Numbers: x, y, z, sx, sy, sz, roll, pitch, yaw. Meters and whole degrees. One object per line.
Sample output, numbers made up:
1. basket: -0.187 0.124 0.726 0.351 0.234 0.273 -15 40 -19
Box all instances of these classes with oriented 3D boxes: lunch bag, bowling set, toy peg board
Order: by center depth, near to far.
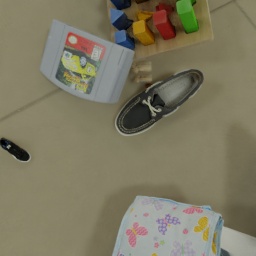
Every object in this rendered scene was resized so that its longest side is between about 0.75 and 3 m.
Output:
1. lunch bag: 0.875 2.853 6.129 2.105 1.578 2.483 3 65 26
2. toy peg board: 0.566 -3.521 7.509 2.843 1.396 2.855 -10 81 21
3. bowling set: 0.381 -1.464 8.043 0.617 1.150 0.800 -2 109 6

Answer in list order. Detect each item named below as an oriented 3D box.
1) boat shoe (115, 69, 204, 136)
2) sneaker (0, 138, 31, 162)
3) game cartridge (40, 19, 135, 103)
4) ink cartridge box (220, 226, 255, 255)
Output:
1. boat shoe: 0.876 -0.727 7.709 2.766 0.835 1.022 -30 89 -7
2. sneaker: -3.098 0.601 7.560 0.926 0.518 0.338 31 77 8
3. game cartridge: -1.245 -1.751 7.758 2.586 0.529 1.721 26 111 16
4. ink cartridge box: 1.702 3.646 6.702 2.433 0.617 2.761 18 76 4
